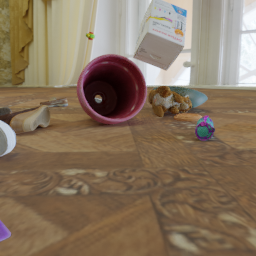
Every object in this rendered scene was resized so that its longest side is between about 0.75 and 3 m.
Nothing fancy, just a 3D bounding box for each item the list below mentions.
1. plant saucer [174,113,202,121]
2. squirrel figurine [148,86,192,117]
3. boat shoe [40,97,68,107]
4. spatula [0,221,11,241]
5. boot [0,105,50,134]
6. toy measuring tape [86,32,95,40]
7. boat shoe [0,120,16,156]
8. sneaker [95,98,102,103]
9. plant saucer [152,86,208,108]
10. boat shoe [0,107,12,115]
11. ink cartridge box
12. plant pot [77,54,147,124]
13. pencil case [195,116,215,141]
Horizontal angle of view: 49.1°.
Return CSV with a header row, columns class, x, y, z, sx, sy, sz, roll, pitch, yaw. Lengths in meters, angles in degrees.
class,x,y,z,sx,sy,sz,roll,pitch,yaw
plant saucer,2.474,-0.449,11.463,1.169,0.189,1.169,0,10,0
squirrel figurine,1.935,-1.228,12.764,1.769,1.341,1.895,2,12,-26
boat shoe,-4.175,-1.481,15.800,1.535,0.551,0.581,-4,12,-18
spatula,-1.942,1.119,3.497,1.319,0.136,0.373,10,14,40
boot,-3.691,-0.346,9.337,1.786,0.777,2.147,2,14,4
toy measuring tape,-1.186,-3.059,9.370,0.277,0.277,0.753,2,12,12
boat shoe,-3.448,0.059,6.717,2.721,1.001,0.889,8,17,32
sneaker,-1.261,-1.078,13.785,1.868,0.682,0.661,6,0,-16
plant saucer,2.547,-1.424,14.165,2.818,0.542,2.818,11,-8,2
boat shoe,-5.582,-0.589,11.270,1.647,0.624,0.591,2,3,-43
ink cartridge box,1.206,-3.449,10.355,1.439,1.955,1.414,17,-31,-12
plant pot,-0.837,-1.332,10.854,2.508,2.508,2.245,-4,-3,-21
pencil case,2.251,-0.009,8.191,0.522,0.567,1.227,3,10,15
